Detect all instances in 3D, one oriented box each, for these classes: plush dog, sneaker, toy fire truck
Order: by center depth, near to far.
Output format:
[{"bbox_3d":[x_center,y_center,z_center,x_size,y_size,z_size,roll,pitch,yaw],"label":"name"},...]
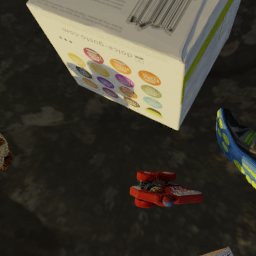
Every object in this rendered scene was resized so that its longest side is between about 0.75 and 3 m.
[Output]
[{"bbox_3d":[-3.127,0.427,6.113,1.290,1.381,1.608,-37,108,1],"label":"plush dog"},{"bbox_3d":[0.815,1.431,6.226,1.374,1.154,0.770,5,90,-31],"label":"toy fire truck"},{"bbox_3d":[2.840,0.428,6.494,0.977,0.836,2.359,-23,51,-7],"label":"sneaker"}]

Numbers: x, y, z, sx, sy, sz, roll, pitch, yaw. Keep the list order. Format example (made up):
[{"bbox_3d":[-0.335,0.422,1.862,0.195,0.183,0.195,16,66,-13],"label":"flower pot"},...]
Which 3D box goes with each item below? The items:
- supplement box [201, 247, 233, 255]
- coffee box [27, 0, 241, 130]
[{"bbox_3d":[1.451,2.691,5.347,0.702,1.114,0.410,-10,63,-31],"label":"supplement box"},{"bbox_3d":[0.440,-2.185,5.884,2.920,2.892,2.924,26,76,16],"label":"coffee box"}]
